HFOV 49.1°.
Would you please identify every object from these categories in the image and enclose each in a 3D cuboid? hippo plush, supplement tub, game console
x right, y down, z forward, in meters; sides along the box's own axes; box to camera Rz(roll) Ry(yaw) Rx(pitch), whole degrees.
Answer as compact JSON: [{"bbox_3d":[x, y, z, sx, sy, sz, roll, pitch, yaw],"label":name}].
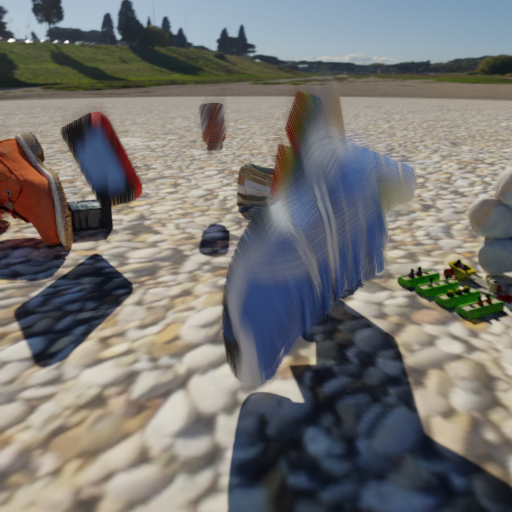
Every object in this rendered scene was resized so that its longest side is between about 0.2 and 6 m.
[{"bbox_3d":[4.523,-0.583,8.335,2.268,1.806,1.823,16,26,38],"label":"hippo plush"},{"bbox_3d":[-0.947,-2.824,12.314,0.538,1.006,0.538,-5,9,1],"label":"supplement tub"},{"bbox_3d":[-2.634,-1.580,9.469,1.378,1.558,0.242,-8,24,43],"label":"game console"}]

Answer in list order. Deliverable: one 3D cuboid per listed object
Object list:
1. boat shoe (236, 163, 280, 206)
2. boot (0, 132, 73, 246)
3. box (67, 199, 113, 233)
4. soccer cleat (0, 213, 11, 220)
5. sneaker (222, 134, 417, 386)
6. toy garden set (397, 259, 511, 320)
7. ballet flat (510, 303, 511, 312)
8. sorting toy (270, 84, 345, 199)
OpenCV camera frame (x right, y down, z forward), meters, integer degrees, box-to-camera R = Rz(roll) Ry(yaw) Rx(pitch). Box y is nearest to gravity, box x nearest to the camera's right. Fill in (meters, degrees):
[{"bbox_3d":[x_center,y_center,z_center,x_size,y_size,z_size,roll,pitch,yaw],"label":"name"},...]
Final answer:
[{"bbox_3d":[0.831,-1.613,12.587,2.565,0.877,0.959,0,20,0],"label":"boat shoe"},{"bbox_3d":[-4.382,-1.056,10.157,1.653,1.157,3.083,-21,48,-28],"label":"boot"},{"bbox_3d":[-3.250,-0.797,10.937,0.744,0.469,0.757,-7,21,-25],"label":"box"},{"bbox_3d":[-6.137,-1.308,11.693,1.078,1.005,2.947,-23,32,-39],"label":"soccer cleat"},{"bbox_3d":[0.676,-0.068,5.796,1.219,1.198,3.164,16,61,24],"label":"sneaker"},{"bbox_3d":[2.899,0.388,7.864,1.167,0.279,1.399,-10,22,-26],"label":"toy garden set"},{"bbox_3d":[3.340,0.724,6.582,0.551,0.551,1.508,3,20,9],"label":"ballet flat"},{"bbox_3d":[0.720,-1.336,8.076,0.590,1.684,1.695,15,-10,16],"label":"sorting toy"}]
